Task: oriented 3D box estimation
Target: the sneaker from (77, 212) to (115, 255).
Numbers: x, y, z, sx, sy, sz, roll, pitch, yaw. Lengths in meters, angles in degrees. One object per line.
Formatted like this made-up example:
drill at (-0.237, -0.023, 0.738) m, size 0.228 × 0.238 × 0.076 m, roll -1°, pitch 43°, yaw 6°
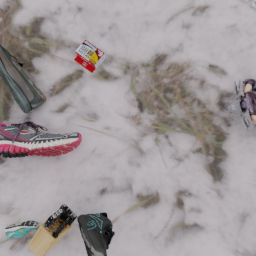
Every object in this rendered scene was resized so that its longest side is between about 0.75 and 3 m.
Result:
sneaker at (-0.739, 2.597, 6.978) m, size 0.851 × 2.147 × 0.809 m, roll -13°, pitch 100°, yaw -14°

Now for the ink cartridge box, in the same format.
ink cartridge box at (-1.286, -2.362, 9.252) m, size 0.830 × 0.348 × 0.729 m, roll 36°, pitch 79°, yaw 8°

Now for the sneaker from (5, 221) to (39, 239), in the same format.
sneaker at (-2.996, 2.906, 7.982) m, size 0.981 × 0.380 × 0.391 m, roll -12°, pitch 95°, yaw 2°

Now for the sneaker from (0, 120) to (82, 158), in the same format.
sneaker at (-2.739, 0.270, 8.208) m, size 2.757 × 1.112 × 1.029 m, roll -1°, pitch 74°, yaw 0°

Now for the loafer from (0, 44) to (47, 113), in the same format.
loafer at (-3.558, -1.705, 8.922) m, size 0.825 × 0.942 × 2.623 m, roll -29°, pitch 84°, yaw -27°

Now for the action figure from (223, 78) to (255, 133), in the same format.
action figure at (4.361, -0.738, 8.570) m, size 2.884 × 1.001 × 1.877 m, roll -8°, pitch 83°, yaw 2°

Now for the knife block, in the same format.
knife block at (-2.067, 2.756, 7.387) m, size 0.537 × 1.474 × 1.680 m, roll 43°, pitch 80°, yaw 11°

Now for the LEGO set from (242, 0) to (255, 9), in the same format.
LEGO set at (4.678, -5.328, 10.064) m, size 1.515 × 0.498 × 2.029 m, roll 39°, pitch 90°, yaw 8°
